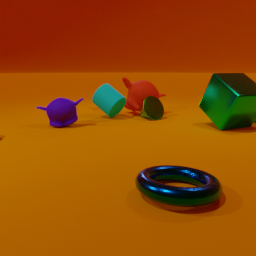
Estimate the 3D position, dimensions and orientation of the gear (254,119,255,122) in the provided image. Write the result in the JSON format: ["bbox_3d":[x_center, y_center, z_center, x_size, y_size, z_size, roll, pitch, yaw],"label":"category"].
[{"bbox_3d":[3.884,-0.574,9.627,1.904,0.352,1.904,3,14,-1],"label":"gear"}]

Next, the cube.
[{"bbox_3d":[2.974,-0.776,7.992,1.173,1.173,1.173,-5,42,-24],"label":"cube"}]

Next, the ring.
[{"bbox_3d":[0.688,0.766,3.870,1.182,0.236,1.182,3,9,0],"label":"ring"}]

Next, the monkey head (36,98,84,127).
[{"bbox_3d":[-1.945,-0.485,8.340,1.381,0.832,0.993,-11,7,-5],"label":"monkey head"}]

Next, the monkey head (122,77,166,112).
[{"bbox_3d":[0.425,-1.170,10.408,1.937,1.167,1.394,18,-4,-30],"label":"monkey head"}]

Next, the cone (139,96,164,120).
[{"bbox_3d":[0.641,-0.553,9.698,0.867,0.867,0.870,-9,-11,-35],"label":"cone"}]

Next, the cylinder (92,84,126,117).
[{"bbox_3d":[-0.644,-0.945,9.651,0.855,0.855,0.855,41,28,18],"label":"cylinder"}]
